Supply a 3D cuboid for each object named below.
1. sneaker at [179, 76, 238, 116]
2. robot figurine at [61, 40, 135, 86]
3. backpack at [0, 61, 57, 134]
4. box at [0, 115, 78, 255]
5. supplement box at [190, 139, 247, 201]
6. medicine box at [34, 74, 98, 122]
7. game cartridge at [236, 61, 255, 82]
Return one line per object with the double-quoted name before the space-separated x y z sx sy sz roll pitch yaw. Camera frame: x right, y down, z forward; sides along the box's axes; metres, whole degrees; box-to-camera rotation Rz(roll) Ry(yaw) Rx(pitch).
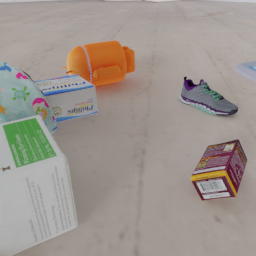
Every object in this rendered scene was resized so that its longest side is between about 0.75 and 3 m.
"sneaker" 2.562 -1.046 9.011 2.020 0.884 0.752 22 37 34
"robot figurine" -1.124 -2.441 10.724 2.751 1.604 1.979 -14 70 -17
"backpack" -3.163 -0.411 6.363 2.864 2.543 2.156 17 57 20
"box" -1.866 0.920 4.857 1.405 1.640 1.632 -17 35 -24
"supplement box" 1.915 0.842 5.795 0.739 0.573 1.339 -18 15 39
"medicine box" -2.012 -0.941 8.656 1.610 0.910 1.768 -15 27 -24
"game cartridge" 5.787 -2.250 11.557 1.634 0.496 2.451 -16 33 -19
